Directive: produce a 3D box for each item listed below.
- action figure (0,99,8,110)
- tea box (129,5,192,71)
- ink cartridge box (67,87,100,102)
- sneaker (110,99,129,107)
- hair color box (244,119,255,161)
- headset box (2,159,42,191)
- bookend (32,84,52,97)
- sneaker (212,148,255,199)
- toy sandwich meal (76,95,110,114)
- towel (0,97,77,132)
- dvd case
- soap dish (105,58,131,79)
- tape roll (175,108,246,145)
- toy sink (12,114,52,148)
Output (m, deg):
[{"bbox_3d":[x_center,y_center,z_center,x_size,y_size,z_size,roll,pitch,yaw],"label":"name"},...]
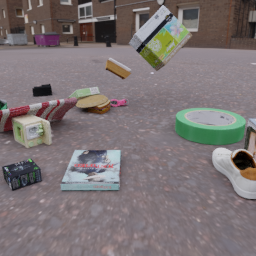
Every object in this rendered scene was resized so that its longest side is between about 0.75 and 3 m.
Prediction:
[{"bbox_3d":[-6.031,-0.879,12.568,1.606,0.743,2.719,-26,19,-6],"label":"action figure"},{"bbox_3d":[1.555,-4.297,13.608,2.076,2.043,1.387,-49,9,-9],"label":"tea box"},{"bbox_3d":[-2.495,-1.613,14.795,1.321,0.435,1.815,-16,-6,-38],"label":"ink cartridge box"},{"bbox_3d":[-0.487,-1.290,14.430,1.016,0.401,0.484,-1,1,-7],"label":"sneaker"},{"bbox_3d":[3.897,0.825,7.232,0.831,1.357,2.741,1,21,3],"label":"hair color box"},{"bbox_3d":[-2.818,1.227,7.540,0.865,0.401,0.753,-14,25,-34],"label":"headset box"},{"bbox_3d":[-5.125,-2.261,16.699,1.090,0.502,1.083,-8,21,-18],"label":"bookend"},{"bbox_3d":[2.996,0.883,7.650,0.852,0.991,2.340,-3,19,-4],"label":"sneaker"},{"bbox_3d":[-1.657,-1.127,13.663,1.752,0.600,1.752,-9,22,4],"label":"toy sandwich meal"},{"bbox_3d":[-3.565,-0.503,10.815,2.828,0.322,2.037,-15,-10,-33],"label":"towel"},{"bbox_3d":[-0.959,1.143,8.018,1.509,0.228,2.067,0,21,1],"label":"dvd case"},{"bbox_3d":[-0.506,-2.837,13.556,1.283,0.521,1.010,29,2,-11],"label":"soap dish"},{"bbox_3d":[3.148,-0.134,10.865,2.590,0.623,2.590,0,20,0],"label":"tape roll"},{"bbox_3d":[-3.395,0.130,9.789,1.357,0.884,0.760,19,28,39],"label":"toy sink"}]
